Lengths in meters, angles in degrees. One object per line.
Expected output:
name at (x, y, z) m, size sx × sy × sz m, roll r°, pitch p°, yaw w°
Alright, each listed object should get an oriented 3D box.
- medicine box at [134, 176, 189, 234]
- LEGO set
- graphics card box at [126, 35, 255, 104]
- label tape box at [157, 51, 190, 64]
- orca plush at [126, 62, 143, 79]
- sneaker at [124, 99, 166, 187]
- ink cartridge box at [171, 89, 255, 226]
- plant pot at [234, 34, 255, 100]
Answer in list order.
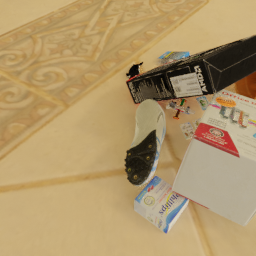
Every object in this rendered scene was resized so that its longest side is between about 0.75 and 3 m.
medicine box at (0.636, 1.445, 5.365) m, size 0.794 × 0.409 × 0.723 m, roll 30°, pitch 53°, yaw 26°
LEGO set at (1.676, -0.376, 7.288) m, size 1.049 × 0.345 × 1.405 m, roll -16°, pitch 61°, yaw -8°
graphics card box at (1.476, -1.314, 6.723) m, size 1.875 × 0.760 × 2.989 m, roll -27°, pitch 12°, yaw -27°
label tape box at (1.477, -2.238, 9.038) m, size 0.849 × 0.269 × 0.612 m, roll 15°, pitch 44°, yaw 42°
orca plush at (0.254, -1.812, 8.595) m, size 0.518 × 0.350 × 0.985 m, roll 20°, pitch 48°, yaw 18°
sneaker at (0.479, 0.328, 6.217) m, size 0.798 × 0.805 × 2.221 m, roll -14°, pitch 45°, yaw 30°
ink cartridge box at (1.961, 0.422, 5.368) m, size 1.462 × 1.455 × 2.012 m, roll 23°, pitch 39°, yaw 15°
plant pot at (3.779, -1.526, 7.387) m, size 1.228 × 1.755 × 1.755 m, roll 1°, pitch 45°, yaw -5°
